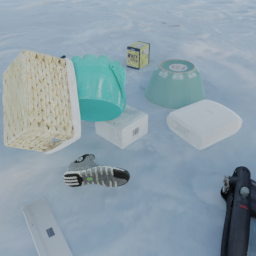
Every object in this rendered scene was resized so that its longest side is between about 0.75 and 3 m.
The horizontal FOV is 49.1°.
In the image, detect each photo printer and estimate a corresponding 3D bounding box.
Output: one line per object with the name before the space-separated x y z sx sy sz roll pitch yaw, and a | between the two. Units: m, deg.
photo printer | 2.455 -0.206 8.792 1.935 0.672 1.610 -20 39 -26

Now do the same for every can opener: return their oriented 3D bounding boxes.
can opener | 2.312 1.787 5.798 1.019 0.822 2.593 15 37 19

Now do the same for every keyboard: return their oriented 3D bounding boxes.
keyboard | -1.690 2.220 5.835 0.570 0.108 2.025 -15 37 -29

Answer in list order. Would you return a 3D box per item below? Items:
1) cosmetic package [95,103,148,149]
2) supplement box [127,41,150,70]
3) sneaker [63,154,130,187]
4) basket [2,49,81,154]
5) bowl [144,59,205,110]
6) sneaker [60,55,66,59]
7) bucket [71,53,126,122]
cosmetic package | -0.199 -0.122 8.642 1.179 0.724 1.175 26 42 35
supplement box | 0.488 -3.414 13.145 0.664 0.989 0.988 21 40 27
sneaker | -0.767 0.987 7.157 1.648 0.618 0.952 0 33 2
basket | -2.116 -0.594 6.677 1.310 1.440 2.124 10 63 -43
bowl | 1.801 -1.791 10.612 2.352 1.230 2.352 -1 35 1
sneaker | -1.570 -1.397 9.473 2.569 1.040 0.949 35 36 -11
bucket | -0.925 -1.006 7.663 1.884 1.884 1.226 1 71 1
